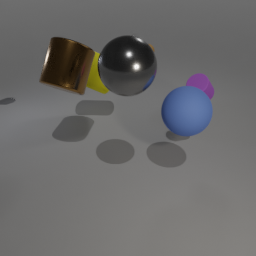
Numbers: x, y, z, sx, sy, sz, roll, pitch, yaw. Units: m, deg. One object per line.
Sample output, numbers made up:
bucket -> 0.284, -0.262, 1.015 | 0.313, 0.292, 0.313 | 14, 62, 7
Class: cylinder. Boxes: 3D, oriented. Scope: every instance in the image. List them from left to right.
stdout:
cylinder -> -1.859, -1.867, 8.627 | 1.400, 1.400, 1.400 | 15, 1, 0
cylinder -> -1.302, -2.247, 11.141 | 1.400, 1.400, 1.400 | 20, 23, -24
cylinder -> 2.244, -1.224, 8.689 | 0.700, 0.700, 0.700 | 26, -5, 37

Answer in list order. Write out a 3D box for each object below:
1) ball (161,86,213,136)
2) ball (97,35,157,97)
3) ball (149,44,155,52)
ball -> 1.629, -0.466, 7.809 | 1.400, 1.400, 1.400 | 0, 31, 0
ball -> -0.015, -1.443, 6.587 | 1.400, 1.400, 1.400 | 0, 31, 0
ball -> 0.976, -3.844, 13.997 | 0.700, 0.700, 0.700 | 0, 31, 0
